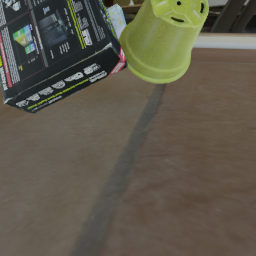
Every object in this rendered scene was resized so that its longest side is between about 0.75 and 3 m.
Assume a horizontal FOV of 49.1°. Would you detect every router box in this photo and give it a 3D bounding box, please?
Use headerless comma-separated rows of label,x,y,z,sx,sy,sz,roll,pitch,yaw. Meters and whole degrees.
router box,-1.507,-2.026,5.382,2.180,2.909,0.904,-23,-18,13

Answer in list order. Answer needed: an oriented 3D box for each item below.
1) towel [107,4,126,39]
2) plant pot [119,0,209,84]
towel,-0.677,-3.945,11.087,1.278,1.493,0.359,-33,48,-11
plant pot,1.153,-3.015,8.488,2.563,2.563,2.356,-5,-16,-14
